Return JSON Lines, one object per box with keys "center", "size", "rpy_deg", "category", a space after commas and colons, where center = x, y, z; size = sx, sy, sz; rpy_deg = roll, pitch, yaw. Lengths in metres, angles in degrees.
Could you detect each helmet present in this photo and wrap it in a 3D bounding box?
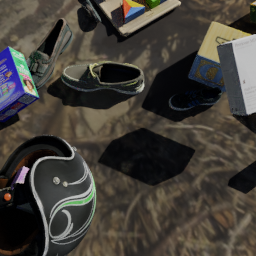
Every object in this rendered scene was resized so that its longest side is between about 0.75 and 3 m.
{"center": [-2.137, 1.703, 6.824], "size": [2.926, 2.789, 2.926], "rpy_deg": [2, 99, 16], "category": "helmet"}

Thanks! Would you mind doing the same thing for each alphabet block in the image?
{"center": [2.953, -2.271, 9.073], "size": [1.403, 1.395, 1.429], "rpy_deg": [24, 70, 7], "category": "alphabet block"}

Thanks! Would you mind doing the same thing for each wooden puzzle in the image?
{"center": [0.161, -5.082, 10.510], "size": [2.648, 0.662, 2.859], "rpy_deg": [-34, 73, -11], "category": "wooden puzzle"}

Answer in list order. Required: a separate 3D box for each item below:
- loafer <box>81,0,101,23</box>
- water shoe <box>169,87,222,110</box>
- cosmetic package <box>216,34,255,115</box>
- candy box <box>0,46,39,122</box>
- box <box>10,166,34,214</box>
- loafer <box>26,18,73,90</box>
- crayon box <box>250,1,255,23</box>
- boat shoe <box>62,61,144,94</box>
{"center": [-1.373, -4.271, 10.396], "size": [0.375, 0.429, 1.193], "rpy_deg": [-32, 65, 9], "category": "loafer"}
{"center": [2.147, -1.022, 8.976], "size": [1.689, 0.666, 0.604], "rpy_deg": [-10, 70, -4], "category": "water shoe"}
{"center": [3.075, -1.380, 7.330], "size": [0.961, 0.700, 1.891], "rpy_deg": [-20, 102, -14], "category": "cosmetic package"}
{"center": [-3.855, -1.363, 8.847], "size": [1.553, 0.707, 1.837], "rpy_deg": [-30, 71, 13], "category": "candy box"}
{"center": [-2.385, 1.605, 6.981], "size": [1.029, 0.497, 0.905], "rpy_deg": [31, 59, -24], "category": "box"}
{"center": [-2.809, -2.549, 9.439], "size": [0.967, 0.846, 2.690], "rpy_deg": [24, 73, 8], "category": "loafer"}
{"center": [6.001, -4.481, 9.837], "size": [2.794, 0.720, 1.756], "rpy_deg": [-32, 41, -10], "category": "crayon box"}
{"center": [-0.842, -1.735, 9.154], "size": [2.782, 0.832, 0.994], "rpy_deg": [7, 70, 2], "category": "boat shoe"}
